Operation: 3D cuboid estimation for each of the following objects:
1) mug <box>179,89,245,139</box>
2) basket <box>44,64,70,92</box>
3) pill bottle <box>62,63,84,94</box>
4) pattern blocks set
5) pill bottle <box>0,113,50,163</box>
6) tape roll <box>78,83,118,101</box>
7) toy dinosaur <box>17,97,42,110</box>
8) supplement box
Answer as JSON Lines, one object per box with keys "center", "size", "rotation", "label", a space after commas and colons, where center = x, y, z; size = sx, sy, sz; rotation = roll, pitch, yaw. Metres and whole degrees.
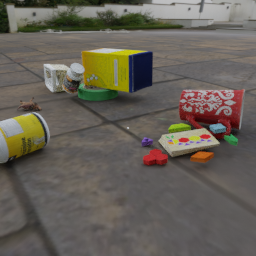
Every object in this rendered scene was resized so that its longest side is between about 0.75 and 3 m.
{"center": [2.373, -0.539, 8.090], "size": [1.721, 1.148, 1.528], "rotation": [8, 28, 24], "label": "mug"}
{"center": [-3.077, -2.247, 12.389], "size": [0.931, 1.023, 1.510], "rotation": [-10, 25, -26], "label": "basket"}
{"center": [-2.065, -1.882, 10.649], "size": [0.642, 1.103, 0.642], "rotation": [15, 49, -18], "label": "pill bottle"}
{"center": [1.499, 0.354, 7.074], "size": [2.317, 0.188, 2.036], "rotation": [-6, 23, 4], "label": "pattern blocks set"}
{"center": [-2.764, 0.269, 6.551], "size": [0.923, 0.923, 1.649], "rotation": [19, 30, 38], "label": "pill bottle"}
{"center": [-1.231, -1.537, 11.503], "size": [1.643, 0.395, 1.643], "rotation": [0, 22, 0], "label": "tape roll"}
{"center": [-3.492, -0.778, 9.809], "size": [0.829, 0.356, 0.562], "rotation": [-14, 33, -18], "label": "toy dinosaur"}
{"center": [-0.434, -2.323, 11.010], "size": [2.516, 1.378, 1.369], "rotation": [15, 27, 34], "label": "supplement box"}
